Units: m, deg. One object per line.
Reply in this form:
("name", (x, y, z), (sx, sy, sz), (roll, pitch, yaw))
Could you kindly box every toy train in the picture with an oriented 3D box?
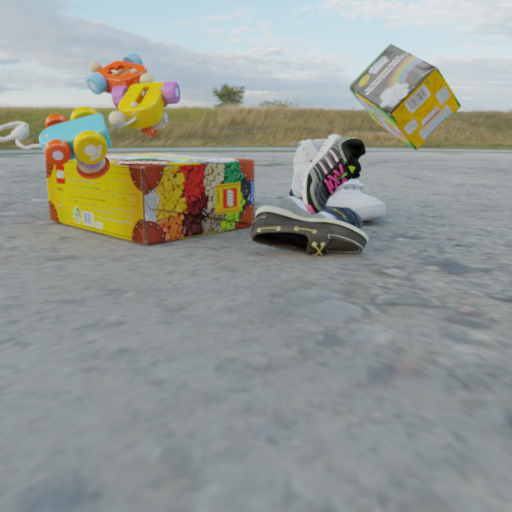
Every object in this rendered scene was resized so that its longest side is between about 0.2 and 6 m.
("toy train", (-2.242, -1.995, 8.119), (2.065, 0.764, 2.749), (18, 49, 30))

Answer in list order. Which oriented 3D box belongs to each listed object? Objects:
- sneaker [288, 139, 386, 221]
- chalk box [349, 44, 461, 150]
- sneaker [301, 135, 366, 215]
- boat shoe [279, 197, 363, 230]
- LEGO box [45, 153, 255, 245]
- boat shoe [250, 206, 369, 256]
("sneaker", (1.682, -1.694, 12.305), (1.109, 1.697, 2.953), (-8, 15, -29))
("chalk box", (1.732, -1.999, 6.882), (0.750, 0.754, 1.211), (36, 14, -40))
("sneaker", (1.253, -1.315, 8.776), (0.705, 0.595, 1.612), (4, 52, 37))
("boat shoe", (1.193, -0.717, 10.677), (0.822, 0.640, 1.810), (-7, 22, -29))
("LEGO box", (-2.190, -1.307, 11.365), (3.555, 1.372, 2.647), (13, 18, 43))
("boat shoe", (0.833, -0.276, 8.905), (1.848, 0.659, 0.556), (13, 60, 8))
